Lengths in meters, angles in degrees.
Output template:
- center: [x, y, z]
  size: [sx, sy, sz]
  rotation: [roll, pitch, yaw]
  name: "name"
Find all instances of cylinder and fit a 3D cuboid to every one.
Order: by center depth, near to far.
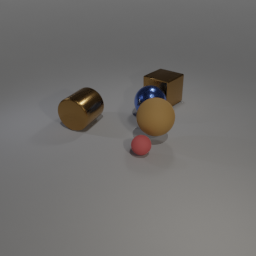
- center: [-1.920, -0.800, 11.555]
  size: [1.400, 1.400, 1.400]
  rotation: [13, 32, 21]
  name: "cylinder"

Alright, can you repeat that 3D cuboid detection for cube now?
- center: [1.697, -1.900, 13.504]
  size: [1.400, 1.400, 1.400]
  rotation: [23, 38, 35]
  name: "cube"

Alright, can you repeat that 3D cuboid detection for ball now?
- center: [0.455, 0.587, 9.640]
  size: [0.700, 0.700, 0.700]
  rotation: [0, 29, 0]
  name: "ball"
- center: [1.001, -0.401, 10.158]
  size: [1.400, 1.400, 1.400]
  rotation: [0, 29, 0]
  name: "ball"
- center: [0.966, -1.151, 12.180]
  size: [1.400, 1.400, 1.400]
  rotation: [0, 29, 0]
  name: "ball"
